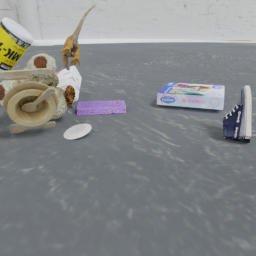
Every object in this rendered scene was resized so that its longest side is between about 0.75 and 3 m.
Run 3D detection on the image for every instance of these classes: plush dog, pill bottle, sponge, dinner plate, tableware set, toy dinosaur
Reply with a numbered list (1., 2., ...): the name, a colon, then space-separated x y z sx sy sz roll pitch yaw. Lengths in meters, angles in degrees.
1. plush dog: -2.575 -1.034 8.455 2.023 1.738 1.623 -35 9 6
2. pill bottle: -4.077 -2.500 9.140 1.086 1.901 1.086 40 14 -13
3. sponge: -0.929 -0.733 9.862 1.673 0.249 0.933 -3 21 -6
4. dinner plate: -1.407 0.062 7.767 0.804 0.097 0.804 -11 27 6
5. tableware set: -3.185 -0.386 6.766 2.994 1.979 0.600 -9 45 -18
6. toy dinosaur: -1.493 -2.315 7.543 0.598 1.981 1.052 15 43 -28

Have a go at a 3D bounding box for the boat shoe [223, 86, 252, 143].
1. boat shoe: 2.881 -0.386 7.432 0.712 1.535 0.573 1 -15 21

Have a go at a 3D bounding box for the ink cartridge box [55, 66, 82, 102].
1. ink cartridge box: -2.393 -1.495 10.267 1.134 0.641 1.549 -17 39 12

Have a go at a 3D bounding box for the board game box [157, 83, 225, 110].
1. board game box: 2.474 -1.277 10.702 2.297 0.474 2.303 6 20 17
